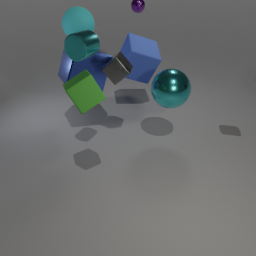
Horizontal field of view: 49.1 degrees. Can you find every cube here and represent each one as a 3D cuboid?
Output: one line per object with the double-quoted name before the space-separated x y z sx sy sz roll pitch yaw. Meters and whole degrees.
"cube" -1.069 -0.889 6.802 0.700 0.700 0.700 -34 28 -4
"cube" -1.609 -2.252 10.274 1.400 1.400 1.400 7 21 -30
"cube" 0.455 -3.039 12.299 1.400 1.400 1.400 11 47 -20
"cube" -0.345 -2.016 9.439 0.700 0.700 0.700 -33 19 27

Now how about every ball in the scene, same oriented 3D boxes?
"ball" 0.495 -6.061 13.843 0.700 0.700 0.700 0 32 0
"ball" 1.512 -1.388 9.891 1.400 1.400 1.400 0 32 0
"ball" -2.156 -4.515 12.158 1.400 1.400 1.400 0 32 0

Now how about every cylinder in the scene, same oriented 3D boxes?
"cylinder" -1.215 -2.193 7.439 0.700 0.700 0.700 14 31 22
